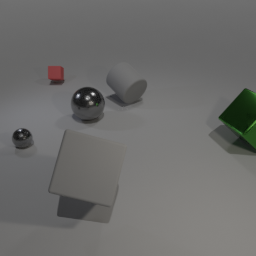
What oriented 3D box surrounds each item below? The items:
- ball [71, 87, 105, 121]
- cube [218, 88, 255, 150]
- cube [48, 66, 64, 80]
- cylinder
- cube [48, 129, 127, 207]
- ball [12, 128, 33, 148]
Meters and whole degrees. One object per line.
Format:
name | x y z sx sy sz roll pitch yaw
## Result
ball | -1.660 -1.004 11.598 1.400 1.400 1.400 0 29 0
cube | 4.294 -0.242 9.557 1.400 1.400 1.400 35 11 -31
cube | -3.955 -3.010 15.396 0.700 0.700 0.700 1 3 1
cylinder | -0.065 -2.094 13.023 1.400 1.400 1.400 -23 58 -34
cube | -0.925 0.915 6.659 1.400 1.400 1.400 15 -6 -5
ball | -3.752 0.355 9.941 0.700 0.700 0.700 0 29 0
